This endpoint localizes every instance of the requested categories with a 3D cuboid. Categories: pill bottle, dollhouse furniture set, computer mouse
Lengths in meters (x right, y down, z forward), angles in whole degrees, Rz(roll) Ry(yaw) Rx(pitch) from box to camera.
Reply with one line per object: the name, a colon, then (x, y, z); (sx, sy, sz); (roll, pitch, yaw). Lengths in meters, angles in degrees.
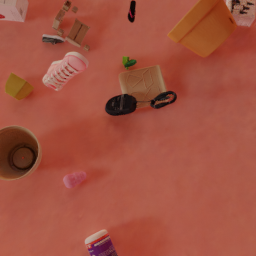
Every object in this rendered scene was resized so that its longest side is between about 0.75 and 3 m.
pill bottle: (-0.777, 4.091, 9.033); (0.796, 0.796, 1.415); (-25, 76, -7)
dollhouse furniture set: (-2.156, -4.105, 11.574); (1.712, 0.836, 1.460); (29, 76, -17)
computer mouse: (0.433, -0.874, 10.201); (2.743, 0.467, 0.804); (-5, 57, 21)

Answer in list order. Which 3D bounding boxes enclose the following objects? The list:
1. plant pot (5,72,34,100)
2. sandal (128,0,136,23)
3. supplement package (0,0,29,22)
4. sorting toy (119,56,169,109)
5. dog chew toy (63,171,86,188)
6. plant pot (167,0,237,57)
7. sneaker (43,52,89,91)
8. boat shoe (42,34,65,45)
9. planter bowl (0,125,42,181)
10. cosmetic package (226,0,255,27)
plant pot: (-4.190, -1.505, 10.635); (0.751, 0.746, 0.768); (30, 82, 8)
sandal: (0.159, -4.129, 9.951); (0.282, 0.750, 0.169); (-8, 32, -24)
supplement package: (-5.126, -5.116, 11.449); (1.672, 1.014, 1.001); (6, 75, 2)
sorting toy: (0.510, -1.889, 10.919); (1.672, 0.333, 2.262); (-13, 78, 1)
dog chew toy: (-1.849, 1.782, 9.849); (0.809, 0.504, 0.504); (-24, 76, -15)
plant pot: (2.901, -3.824, 10.563); (1.670, 2.386, 2.386); (44, 79, -5)
sneaker: (-2.155, -1.794, 9.399); (0.785, 2.087, 1.091); (38, 64, -33)
boat shoe: (-3.029, -3.555, 11.414); (0.974, 0.351, 0.345); (10, 87, 10)
planter bowl: (-3.794, 0.943, 9.682); (1.816, 1.222, 1.816); (0, 75, -1)
cosmetic package: (4.772, -5.607, 11.775); (1.075, 0.660, 2.605); (8, 75, 1)
